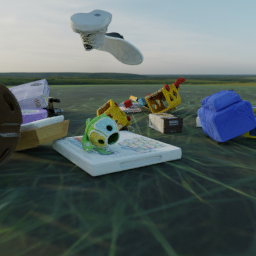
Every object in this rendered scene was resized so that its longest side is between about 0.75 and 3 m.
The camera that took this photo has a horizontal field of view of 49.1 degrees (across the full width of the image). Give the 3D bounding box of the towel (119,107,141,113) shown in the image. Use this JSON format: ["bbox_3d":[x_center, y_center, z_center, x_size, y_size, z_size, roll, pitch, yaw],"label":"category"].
[{"bbox_3d":[-0.053,-1.022,15.652,1.264,0.213,1.324,-5,12,-18],"label":"towel"}]

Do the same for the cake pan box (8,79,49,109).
[{"bbox_3d":[-5.190,-1.397,13.415,2.696,0.705,2.483,-16,27,-7],"label":"cake pan box"}]

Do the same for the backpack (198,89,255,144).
[{"bbox_3d":[3.118,-0.459,9.146,1.434,1.481,1.765,-19,7,-1],"label":"backpack"}]

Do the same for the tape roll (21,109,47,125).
[{"bbox_3d":[-4.253,-0.374,11.330,1.905,0.625,1.905,0,11,0],"label":"tape roll"}]

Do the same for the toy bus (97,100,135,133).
[{"bbox_3d":[-0.374,-0.216,9.262,1.424,1.344,0.736,1,30,-8],"label":"toy bus"}]

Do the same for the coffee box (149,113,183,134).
[{"bbox_3d":[1.420,-0.203,10.644,0.780,0.551,1.380,-4,12,-19],"label":"coffee box"}]

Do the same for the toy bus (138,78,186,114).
[{"bbox_3d":[2.127,-1.546,15.100,2.678,1.384,2.527,-25,0,-9],"label":"toy bus"}]

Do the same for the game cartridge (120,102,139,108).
[{"bbox_3d":[0.134,-1.296,15.750,0.898,0.276,1.350,2,8,13],"label":"game cartridge"}]

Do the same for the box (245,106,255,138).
[{"bbox_3d":[5.240,-0.330,9.983,0.962,1.048,2.993,11,15,43],"label":"box"}]

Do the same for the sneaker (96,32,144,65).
[{"bbox_3d":[-0.277,-3.908,13.373,2.974,1.052,1.475,28,35,22],"label":"sneaker"}]

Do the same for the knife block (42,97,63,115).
[{"bbox_3d":[-4.433,-1.236,15.103,2.326,0.848,2.650,1,11,3],"label":"knife block"}]

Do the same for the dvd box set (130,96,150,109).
[{"bbox_3d":[0.775,-1.525,16.799,1.147,0.231,1.568,28,4,-15],"label":"dvd box set"}]

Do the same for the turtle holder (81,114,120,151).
[{"bbox_3d":[-0.663,0.125,6.838,1.024,0.778,0.727,-5,28,-45],"label":"turtle holder"}]

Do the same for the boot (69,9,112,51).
[{"bbox_3d":[-1.365,-3.479,10.404,1.068,1.388,2.904,22,31,7],"label":"boot"}]

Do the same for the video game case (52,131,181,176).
[{"bbox_3d":[-0.404,0.540,7.486,2.470,0.321,2.714,-7,13,-32],"label":"video game case"}]

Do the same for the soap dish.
[{"bbox_3d":[-2.587,0.147,7.832,1.589,0.645,1.250,-10,7,32],"label":"soap dish"}]

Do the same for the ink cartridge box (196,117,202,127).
[{"bbox_3d":[4.191,-0.325,11.537,2.198,0.476,2.158,5,12,29],"label":"ink cartridge box"}]

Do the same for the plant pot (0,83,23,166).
[{"bbox_3d":[-4.059,-0.263,6.129,2.776,2.805,2.805,16,18,31],"label":"plant pot"}]
